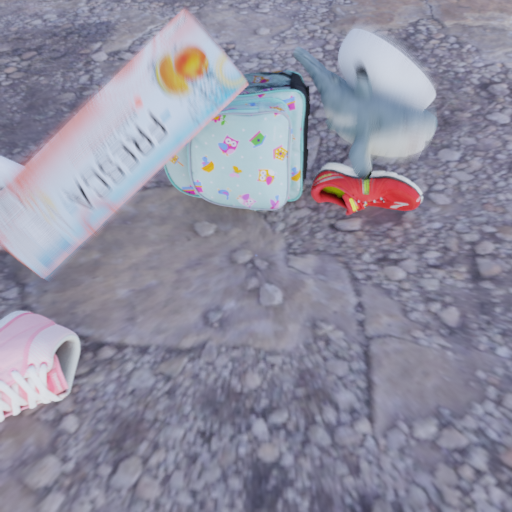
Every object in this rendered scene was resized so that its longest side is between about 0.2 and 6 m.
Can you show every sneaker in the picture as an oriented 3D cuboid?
[{"bbox_3d":[-3.366,1.762,7.382,1.349,0.971,2.580,12,39,20],"label":"sneaker"},{"bbox_3d":[2.084,-1.125,10.848,2.177,0.838,0.925,13,53,26],"label":"sneaker"}]

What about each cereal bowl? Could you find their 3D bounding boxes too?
[{"bbox_3d":[2.329,-3.294,10.601,0.844,2.027,2.027,-52,52,9],"label":"cereal bowl"}]

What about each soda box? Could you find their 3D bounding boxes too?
[{"bbox_3d":[-2.269,-1.752,8.843,4.463,1.419,1.526,-41,22,7],"label":"soda box"}]

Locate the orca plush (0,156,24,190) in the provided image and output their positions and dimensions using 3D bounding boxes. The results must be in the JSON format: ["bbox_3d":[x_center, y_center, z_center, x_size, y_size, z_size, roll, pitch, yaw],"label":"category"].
[{"bbox_3d":[-5.772,-1.357,10.235,4.630,2.436,1.646,24,84,-11],"label":"orca plush"}]

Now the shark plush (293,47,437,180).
[{"bbox_3d":[1.916,-2.836,9.987,1.426,1.307,3.138,-19,59,-18],"label":"shark plush"}]

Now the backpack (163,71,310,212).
[{"bbox_3d":[-0.455,-2.141,10.594,2.771,2.436,2.124,5,36,9],"label":"backpack"}]
